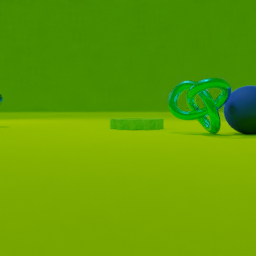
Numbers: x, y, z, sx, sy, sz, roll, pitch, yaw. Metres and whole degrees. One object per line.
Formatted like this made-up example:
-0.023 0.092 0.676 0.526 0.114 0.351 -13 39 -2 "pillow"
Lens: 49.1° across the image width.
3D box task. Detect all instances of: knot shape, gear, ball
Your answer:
1.268 -0.473 5.201 1.091 1.166 0.539 18 40 28 "knot shape"
0.209 -0.109 6.947 1.318 0.244 1.318 0 3 0 "gear"
2.267 -0.334 5.233 0.905 0.905 0.905 0 3 0 "ball"

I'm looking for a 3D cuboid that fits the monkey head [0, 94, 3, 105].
-4.128 -0.619 7.863 0.909 1.086 1.509 27 26 -39 "monkey head"
